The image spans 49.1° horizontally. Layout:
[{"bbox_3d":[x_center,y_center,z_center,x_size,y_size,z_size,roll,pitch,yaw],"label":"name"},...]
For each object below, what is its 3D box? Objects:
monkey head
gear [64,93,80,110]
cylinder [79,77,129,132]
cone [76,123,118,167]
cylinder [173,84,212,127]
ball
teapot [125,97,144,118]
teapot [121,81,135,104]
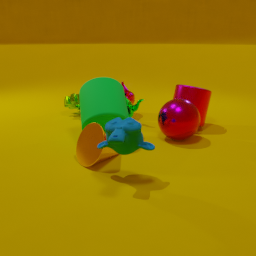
[{"bbox_3d":[-0.105,0.245,5.400,1.195,0.720,0.860,1,29,15],"label":"monkey head"},{"bbox_3d":[-1.494,-0.947,10.115,1.565,0.289,1.565,-5,-8,-1],"label":"gear"},{"bbox_3d":[-0.656,-0.505,7.606,1.263,1.263,1.263,-3,56,-10],"label":"cylinder"},{"bbox_3d":[-0.514,0.487,6.608,1.011,1.008,1.008,19,2,-42],"label":"cone"},{"bbox_3d":[1.929,-0.702,8.732,1.119,1.119,1.119,11,6,-1],"label":"cylinder"},{"bbox_3d":[1.397,-0.236,7.712,1.155,1.155,1.155,0,19,0],"label":"ball"},{"bbox_3d":[-0.277,-0.656,9.057,1.660,0.813,1.032,-7,54,5],"label":"teapot"},{"bbox_3d":[-0.236,-1.054,10.084,0.953,1.532,0.750,-32,72,-31],"label":"teapot"}]
